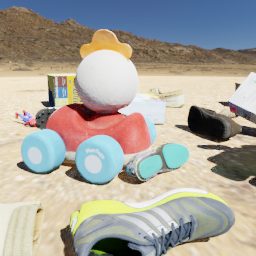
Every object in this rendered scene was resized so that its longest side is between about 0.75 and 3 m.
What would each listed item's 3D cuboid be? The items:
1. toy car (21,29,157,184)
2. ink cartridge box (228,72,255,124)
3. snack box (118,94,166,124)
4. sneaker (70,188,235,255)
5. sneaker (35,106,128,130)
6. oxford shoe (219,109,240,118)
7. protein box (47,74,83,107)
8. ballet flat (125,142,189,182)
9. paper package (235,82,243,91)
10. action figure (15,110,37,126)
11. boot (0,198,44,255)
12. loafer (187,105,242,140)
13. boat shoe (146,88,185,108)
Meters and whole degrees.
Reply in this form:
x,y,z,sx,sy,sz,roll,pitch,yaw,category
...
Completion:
x,y,z,sx,sy,sz,roll,pitch,yaw,category
-0.664,-0.615,5.805,2.357,2.664,2.456,5,14,22,toy car
4.023,-0.684,8.090,1.794,1.224,0.685,37,-6,40,ink cartridge box
0.122,-0.787,10.560,2.152,0.864,2.552,0,12,-3,snack box
0.281,1.139,2.952,1.811,0.669,0.733,-9,20,-4,sneaker
-1.219,-0.167,8.006,2.686,0.893,1.215,3,10,-2,sneaker
3.883,-0.528,10.674,0.958,0.337,0.358,-8,21,-28,oxford shoe
-2.627,-1.863,13.744,2.266,1.529,2.249,-6,14,-23,protein box
0.535,0.608,5.336,0.571,0.571,1.586,12,17,43,ballet flat
6.456,-1.605,13.574,2.174,1.125,2.072,2,13,6,paper package
-3.283,-0.260,9.447,0.486,0.384,1.486,-19,27,-40,action figure
-1.653,1.021,3.247,1.318,0.617,1.696,-3,15,-14,boot
2.458,-0.119,8.199,0.767,0.784,2.149,3,18,-19,loafer
1.409,-1.535,13.746,2.723,0.904,1.008,3,13,12,boat shoe
